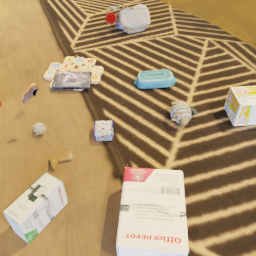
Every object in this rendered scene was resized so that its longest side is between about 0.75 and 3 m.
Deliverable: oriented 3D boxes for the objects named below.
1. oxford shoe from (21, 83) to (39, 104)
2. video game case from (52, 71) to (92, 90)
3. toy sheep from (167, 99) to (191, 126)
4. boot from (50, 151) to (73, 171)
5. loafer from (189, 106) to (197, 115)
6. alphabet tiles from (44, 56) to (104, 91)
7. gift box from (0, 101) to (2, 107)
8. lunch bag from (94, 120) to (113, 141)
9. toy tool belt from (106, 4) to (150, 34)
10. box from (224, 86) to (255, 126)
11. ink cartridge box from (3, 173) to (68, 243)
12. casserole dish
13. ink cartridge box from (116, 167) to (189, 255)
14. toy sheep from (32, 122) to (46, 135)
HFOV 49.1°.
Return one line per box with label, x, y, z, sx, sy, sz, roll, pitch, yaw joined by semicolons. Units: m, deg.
oxford shoe;-3.623;-1.214;10.340;0.328;0.900;0.321;43;19;15
video game case;-2.724;-2.343;13.731;1.806;0.171;1.290;-2;46;-1
toy sheep;2.175;-0.690;11.724;0.953;0.953;1.382;-7;61;-8
boot;-2.417;1.173;10.235;0.809;0.267;0.708;-13;45;-14
loafer;2.523;-0.801;12.283;0.357;0.408;1.135;-42;48;-11
alphabet tiles;-2.777;-2.835;14.471;2.871;0.210;2.808;6;46;6
gift box;-6.799;-1.504;12.052;1.665;1.645;1.783;32;46;27
lunch bag;-0.959;0.072;11.191;0.754;0.550;0.888;-3;52;-3
toy tool belt;-0.086;-7.013;18.057;2.884;1.801;1.773;-7;17;-8
box;5.454;-0.969;11.818;2.289;1.160;1.287;-4;44;-4
ink cartridge box;-2.661;2.341;8.322;0.691;1.219;1.663;24;48;24
casserole dish;1.340;-2.453;13.789;2.103;0.408;1.274;-3;39;3
ink cartridge box;0.709;2.511;8.225;1.853;1.079;2.560;3;44;3
toy sheep;-3.567;0.011;11.294;0.524;0.524;0.760;-22;48;-21
